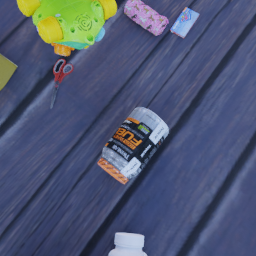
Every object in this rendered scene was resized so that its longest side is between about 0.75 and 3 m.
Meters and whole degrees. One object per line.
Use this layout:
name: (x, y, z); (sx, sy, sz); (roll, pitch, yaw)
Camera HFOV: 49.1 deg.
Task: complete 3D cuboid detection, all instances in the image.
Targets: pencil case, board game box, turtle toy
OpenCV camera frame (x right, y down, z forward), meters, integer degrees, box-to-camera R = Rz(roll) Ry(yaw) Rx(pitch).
pencil case: (0.632, -3.903, 9.768); (1.610, 0.696, 0.666); (40, 48, 10)
board game box: (2.031, -3.765, 10.006); (0.581, 0.110, 1.129); (32, 76, 7)
turtle toy: (-1.760, -3.125, 7.632); (2.135, 1.481, 2.930); (-31, 67, -20)

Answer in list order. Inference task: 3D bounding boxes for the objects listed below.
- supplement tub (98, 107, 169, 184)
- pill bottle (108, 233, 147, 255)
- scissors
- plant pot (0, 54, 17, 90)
supplement tub: (0.135, 0.516, 8.164); (1.267, 1.267, 2.067); (35, 77, 10)
pill bottle: (-0.028, 3.792, 7.313); (1.063, 1.063, 1.914); (4, 74, 1)
scissors: (-2.416, -1.510, 9.369); (0.648, 0.123, 1.771); (23, 76, 4)
plant pot: (-4.718, -1.762, 8.783); (1.454, 1.464, 1.498); (23, 85, 6)
